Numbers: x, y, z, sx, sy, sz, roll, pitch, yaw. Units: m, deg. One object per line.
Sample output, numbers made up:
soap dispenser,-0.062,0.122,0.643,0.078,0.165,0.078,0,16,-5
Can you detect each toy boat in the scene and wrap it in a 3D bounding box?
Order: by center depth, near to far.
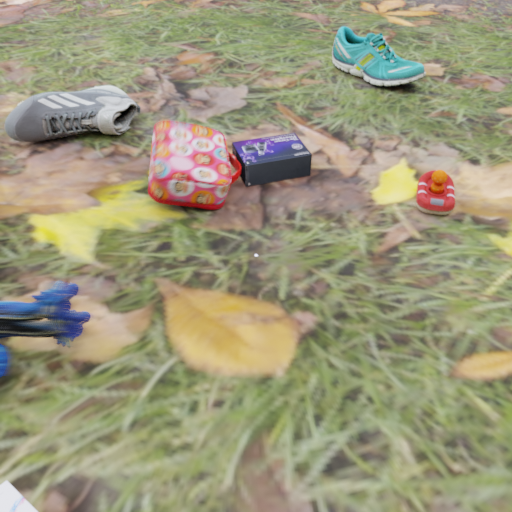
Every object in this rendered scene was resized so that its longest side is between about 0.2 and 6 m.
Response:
toy boat,3.112,-1.189,9.621,0.639,0.640,0.979,9,41,10

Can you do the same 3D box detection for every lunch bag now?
lunch bag,-1.068,-1.626,9.919,1.595,0.742,1.811,6,44,-11

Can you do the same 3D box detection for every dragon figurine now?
dragon figurine,-3.507,1.035,6.451,1.561,0.924,3.139,14,30,38

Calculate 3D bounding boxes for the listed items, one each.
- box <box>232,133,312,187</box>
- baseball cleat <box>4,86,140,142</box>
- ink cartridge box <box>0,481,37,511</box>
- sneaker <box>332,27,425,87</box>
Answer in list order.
box,0.280,-1.816,10.485,1.280,0.505,0.904,-12,45,-14
baseball cleat,-3.623,-2.834,11.345,2.654,0.926,1.413,-30,49,-30
ink cartridge box,-2.224,2.556,5.306,0.717,0.519,0.301,27,46,28
sneaker,2.895,-4.831,13.606,2.608,1.039,1.011,32,50,31
